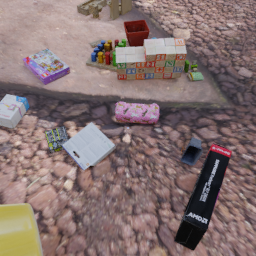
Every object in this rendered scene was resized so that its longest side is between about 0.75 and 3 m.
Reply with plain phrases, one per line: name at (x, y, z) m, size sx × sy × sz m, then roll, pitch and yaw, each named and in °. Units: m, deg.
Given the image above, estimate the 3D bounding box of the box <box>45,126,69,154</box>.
box at (-2.330, 0.373, 9.269) m, size 0.695 × 0.192 × 0.867 m, roll -17°, pitch 51°, yaw -14°

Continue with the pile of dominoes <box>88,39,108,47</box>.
pile of dominoes at (-1.402, -3.980, 13.145) m, size 0.759 × 0.121 × 0.592 m, roll -30°, pitch 40°, yaw -28°

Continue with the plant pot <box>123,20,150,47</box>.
plant pot at (0.374, -4.275, 12.881) m, size 1.015 × 0.895 × 1.016 m, roll -8°, pitch 50°, yaw -7°

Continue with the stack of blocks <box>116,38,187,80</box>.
stack of blocks at (0.823, -2.637, 10.843) m, size 2.579 × 1.485 × 0.755 m, roll -3°, pitch 64°, yaw 0°

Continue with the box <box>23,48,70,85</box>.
box at (-3.440, -2.621, 11.786) m, size 1.224 × 0.350 × 1.788 m, roll -33°, pitch 56°, yaw -25°

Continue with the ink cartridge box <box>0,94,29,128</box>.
ink cartridge box at (-4.172, -0.604, 9.934) m, size 0.814 × 0.477 × 1.126 m, roll 12°, pitch 51°, yaw 9°

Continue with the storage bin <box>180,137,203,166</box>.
storage bin at (1.950, 0.675, 8.645) m, size 0.563 × 0.773 × 0.519 m, roll 21°, pitch 41°, yaw 4°

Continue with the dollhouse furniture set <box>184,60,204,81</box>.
dollhouse furniture set at (2.731, -2.375, 11.508) m, size 0.587 × 0.450 × 0.896 m, roll -9°, pitch 49°, yaw -7°

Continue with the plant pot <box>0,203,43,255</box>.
plant pot at (-3.234, 2.795, 5.597) m, size 2.755 × 2.929 × 2.929 m, roll -7°, pitch 47°, yaw -28°

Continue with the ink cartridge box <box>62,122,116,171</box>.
ink cartridge box at (-1.254, 0.603, 8.921) m, size 1.260 × 0.256 × 1.258 m, roll -38°, pitch 62°, yaw -16°

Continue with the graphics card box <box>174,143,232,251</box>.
graphics card box at (1.938, 1.740, 7.206) m, size 0.605 × 1.492 × 2.378 m, roll 23°, pitch 52°, yaw 16°

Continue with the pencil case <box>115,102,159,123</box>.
pencil case at (0.306, -0.543, 9.778) m, size 1.561 × 0.646 × 0.675 m, roll 3°, pitch 45°, yaw 4°

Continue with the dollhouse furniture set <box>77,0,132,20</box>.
dollhouse furniture set at (-1.278, -6.992, 14.674) m, size 2.178 × 1.774 × 2.071 m, roll 31°, pitch 56°, yaw 24°

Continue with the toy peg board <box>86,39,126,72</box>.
toy peg board at (-0.823, -3.317, 12.127) m, size 1.561 × 0.767 × 1.567 m, roll 16°, pitch 50°, yaw 13°
